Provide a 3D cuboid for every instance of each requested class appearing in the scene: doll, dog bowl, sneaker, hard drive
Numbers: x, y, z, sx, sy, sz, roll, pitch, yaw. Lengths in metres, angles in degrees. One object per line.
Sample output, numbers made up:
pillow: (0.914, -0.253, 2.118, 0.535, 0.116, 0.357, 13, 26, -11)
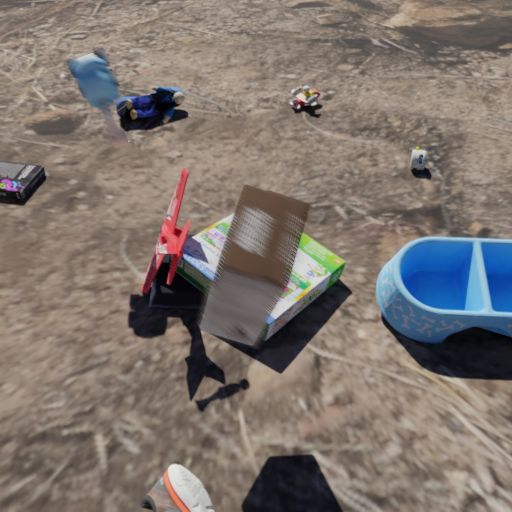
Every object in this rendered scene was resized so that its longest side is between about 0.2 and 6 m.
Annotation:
doll: (-1.423, -2.187, 8.101, 0.839, 0.203, 0.573, -23, 88, -23)
dog bowl: (3.530, 0.495, 8.982, 3.067, 0.760, 1.709, 3, 58, 2)
sneaker: (-0.692, 3.358, 6.228, 0.810, 0.762, 1.977, -39, 49, -1)
sneaker: (-2.718, -3.890, 14.657, 1.841, 0.646, 0.717, -16, 48, -10)
hard drive: (-1.232, 0.215, 9.979, 1.170, 0.367, 1.735, 2, 41, 3)

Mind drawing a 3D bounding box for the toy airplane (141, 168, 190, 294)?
toy airplane: (-1.379, -0.304, 9.152, 0.423, 2.301, 2.301, 18, 39, -12)

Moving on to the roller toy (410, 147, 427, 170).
roller toy: (3.698, -2.174, 12.728, 0.341, 0.489, 0.446, 8, 50, 13)

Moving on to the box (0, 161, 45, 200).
box: (-5.563, -1.674, 12.282, 1.498, 0.270, 1.071, 6, 41, 9)

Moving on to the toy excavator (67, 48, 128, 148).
toy excavator: (-2.548, -2.570, 9.245, 0.638, 1.242, 1.277, -20, 52, -1)

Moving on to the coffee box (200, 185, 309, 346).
coffee box: (-0.068, 0.177, 6.340, 0.731, 1.834, 1.049, 18, 60, -2)

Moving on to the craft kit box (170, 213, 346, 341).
craft kit box: (0.045, 0.136, 9.630, 2.195, 0.533, 2.168, 36, 50, 23)

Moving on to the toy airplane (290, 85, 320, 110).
toy airplane: (1.291, -4.296, 15.115, 0.814, 0.575, 0.811, 9, 42, 10)
